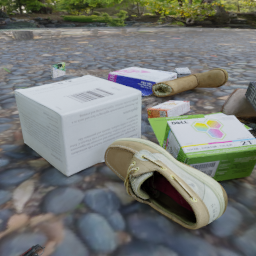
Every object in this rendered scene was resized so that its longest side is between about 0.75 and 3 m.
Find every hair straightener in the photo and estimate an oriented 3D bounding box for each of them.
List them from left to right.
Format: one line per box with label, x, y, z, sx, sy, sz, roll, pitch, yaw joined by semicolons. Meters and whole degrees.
hair straightener;-1.552;2.024;4.202;0.304;0.161;0.789;19;26;35

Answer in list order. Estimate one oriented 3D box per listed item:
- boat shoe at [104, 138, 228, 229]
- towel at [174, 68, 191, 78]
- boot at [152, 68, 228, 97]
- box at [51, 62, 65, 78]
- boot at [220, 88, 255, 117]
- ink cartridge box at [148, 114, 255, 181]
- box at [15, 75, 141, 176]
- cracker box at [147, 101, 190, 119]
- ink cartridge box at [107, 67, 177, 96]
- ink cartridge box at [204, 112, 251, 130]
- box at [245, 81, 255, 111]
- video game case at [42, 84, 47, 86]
boat shoe;0.448;0.964;5.428;2.794;1.034;0.927;21;27;38
towel;2.880;-2.927;14.919;0.738;0.381;0.891;-3;26;-3
boot;2.602;-1.828;11.713;2.467;0.816;2.160;-18;9;-35
box;-3.691;-3.062;14.833;0.169;0.671;0.929;17;29;25
boot;4.493;-0.669;9.331;1.949;0.936;2.666;26;41;31
ink cartridge box;1.667;0.108;6.770;1.790;0.917;2.422;-6;40;-14
box;-1.286;-0.258;7.474;2.420;1.590;2.433;-21;32;-38
cracker box;1.404;-0.620;9.587;1.288;0.372;0.863;-22;20;-41
ink cartridge box;0.506;-2.301;13.280;2.695;0.595;2.745;16;28;32
ink cartridge box;2.721;0.041;8.156;0.967;0.495;1.308;-10;27;-22
box;4.914;-0.493;8.233;1.936;0.611;2.454;-4;45;-7
video game case;-3.776;-1.777;12.665;0.834;0.105;0.916;16;29;32
